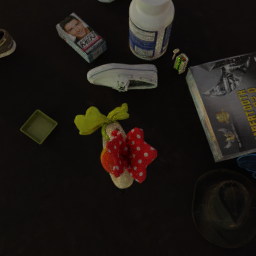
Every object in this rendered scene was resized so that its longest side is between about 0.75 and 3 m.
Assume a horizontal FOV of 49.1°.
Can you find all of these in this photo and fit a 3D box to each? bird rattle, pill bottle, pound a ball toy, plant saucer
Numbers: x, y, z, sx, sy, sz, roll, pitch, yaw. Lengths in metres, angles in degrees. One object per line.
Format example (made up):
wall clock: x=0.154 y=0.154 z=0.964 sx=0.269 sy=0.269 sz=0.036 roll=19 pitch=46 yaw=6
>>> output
bird rattle: x=-0.171 y=0.540 z=6.870 sx=1.434 sy=2.075 sz=2.545 roll=-20 pitch=42 yaw=-22
pill bottle: x=0.692 y=-3.258 z=8.567 sx=1.315 sy=2.370 sz=1.315 roll=0 pitch=71 yaw=0
pound a ball toy: x=1.688 y=-2.187 z=9.045 sx=0.333 sy=0.784 sz=0.512 roll=-33 pitch=73 yaw=-10
plant saucer: x=-2.713 y=-0.019 z=8.610 sx=0.829 sy=0.198 sz=0.828 roll=34 pitch=74 yaw=10

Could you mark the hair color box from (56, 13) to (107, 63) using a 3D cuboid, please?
hair color box: x=-1.577 y=-3.062 z=9.496 sx=0.809 sy=0.495 sz=1.634 roll=-43 pitch=76 yaw=-13

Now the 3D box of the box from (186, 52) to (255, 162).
box: x=3.373 y=-0.694 z=8.556 sx=2.375 sy=0.725 sz=2.999 roll=-12 pitch=71 yaw=-5

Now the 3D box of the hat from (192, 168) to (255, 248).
hat: x=2.786 y=2.090 z=7.541 sx=2.163 sy=0.873 sz=2.163 roll=0 pitch=71 yaw=-1

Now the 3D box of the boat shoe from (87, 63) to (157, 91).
boat shoe: x=-0.138 y=-1.537 z=8.796 sx=2.238 sy=0.823 sz=0.747 roll=-7 pitch=70 yaw=-3

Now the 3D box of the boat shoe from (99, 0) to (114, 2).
boat shoe: x=-0.471 y=-4.947 z=10.172 sx=1.321 sy=0.441 sz=0.486 roll=-11 pitch=71 yaw=-4

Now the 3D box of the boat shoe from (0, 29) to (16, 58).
boat shoe: x=-4.978 y=-2.498 z=9.175 sx=2.459 sy=0.732 sz=0.884 roll=-26 pitch=73 yaw=-8

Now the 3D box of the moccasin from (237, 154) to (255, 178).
moccasin: x=3.939 y=1.111 z=7.964 sx=1.580 sy=0.636 sz=0.539 roll=5 pitch=55 yaw=3
